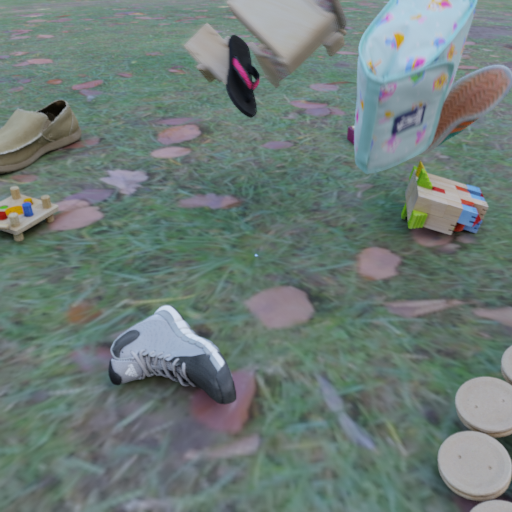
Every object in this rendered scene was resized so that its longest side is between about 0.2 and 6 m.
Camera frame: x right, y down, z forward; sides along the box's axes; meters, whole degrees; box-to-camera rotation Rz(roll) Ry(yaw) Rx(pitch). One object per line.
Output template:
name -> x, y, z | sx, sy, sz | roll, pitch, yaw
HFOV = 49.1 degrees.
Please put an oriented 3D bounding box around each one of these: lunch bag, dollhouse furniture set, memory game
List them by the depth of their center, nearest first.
memory game -> 3.982, 2.331, 5.867 | 3.986, 0.254, 3.986 | -10, 39, 8
lunch bag -> 2.431, -2.859, 9.296 | 1.556, 2.173, 2.551 | 25, 64, 17
dollhouse furniture set -> 0.718, -3.642, 10.726 | 2.872, 3.368, 1.644 | -42, 71, 7

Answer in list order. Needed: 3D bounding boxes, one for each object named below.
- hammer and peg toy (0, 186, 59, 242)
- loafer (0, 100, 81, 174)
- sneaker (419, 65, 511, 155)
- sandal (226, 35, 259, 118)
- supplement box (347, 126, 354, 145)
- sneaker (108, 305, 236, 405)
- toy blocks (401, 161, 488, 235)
hammer and peg toy -> -4.977, -0.733, 11.246 | 1.261, 0.605, 1.714 | 15, 35, 20
loafer -> -6.040, -3.164, 14.531 | 1.325, 1.175, 3.484 | 14, 35, 21
sneaker -> 4.125, -3.013, 11.310 | 0.866, 2.428, 0.970 | 53, 47, 0
sandal -> -0.184, -2.880, 8.770 | 0.343, 1.521, 0.571 | -22, -26, 38
supplement box -> 2.995, -3.387, 15.618 | 0.773, 0.399, 0.506 | -9, 33, -13
sneaker -> -1.266, 1.544, 7.565 | 1.296, 0.842, 2.244 | -23, 29, -24
toy blocks -> 3.931, -1.034, 11.438 | 1.580, 1.155, 2.311 | 18, 28, 5
